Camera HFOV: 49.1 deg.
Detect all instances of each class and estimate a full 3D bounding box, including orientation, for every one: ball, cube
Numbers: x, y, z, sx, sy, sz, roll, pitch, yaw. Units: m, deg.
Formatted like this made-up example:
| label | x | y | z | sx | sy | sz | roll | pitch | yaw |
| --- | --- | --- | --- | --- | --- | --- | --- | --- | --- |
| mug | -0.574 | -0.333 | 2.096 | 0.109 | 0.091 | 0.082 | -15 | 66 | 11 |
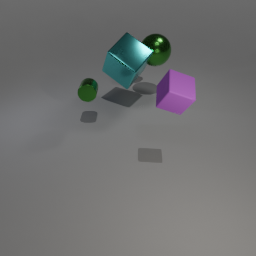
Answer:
| label | x | y | z | sx | sy | sz | roll | pitch | yaw |
| --- | --- | --- | --- | --- | --- | --- | --- | --- | --- |
| ball | 1.208 | -3.435 | 12.366 | 1.400 | 1.400 | 1.400 | 0 | 32 | 0 |
| cube | -0.043 | -2.785 | 11.732 | 1.400 | 1.400 | 1.400 | 37 | 65 | 1 |
| cube | 1.143 | -0.856 | 6.768 | 0.700 | 0.700 | 0.700 | 16 | 57 | -16 |

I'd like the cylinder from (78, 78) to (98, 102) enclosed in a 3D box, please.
| label | x | y | z | sx | sy | sz | roll | pitch | yaw |
| --- | --- | --- | --- | --- | --- | --- | --- | --- | --- |
| cylinder | -1.497 | -1.433 | 10.544 | 0.700 | 0.700 | 0.700 | 0 | 31 | 1 |
